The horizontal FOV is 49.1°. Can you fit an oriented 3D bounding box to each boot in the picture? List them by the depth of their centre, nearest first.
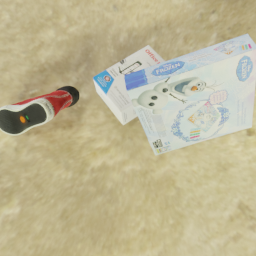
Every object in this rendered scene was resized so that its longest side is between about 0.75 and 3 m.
[{"bbox_3d":[-2.355,-0.526,7.427,2.177,1.570,0.788,-10,110,32],"label":"boot"}]

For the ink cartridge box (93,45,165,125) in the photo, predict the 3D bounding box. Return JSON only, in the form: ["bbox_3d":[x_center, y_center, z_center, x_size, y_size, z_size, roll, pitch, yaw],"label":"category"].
[{"bbox_3d":[0.215,-1.143,7.255,1.794,0.756,1.310,-34,66,-12],"label":"ink cartridge box"}]

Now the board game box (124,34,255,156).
[{"bbox_3d":[1.500,-0.545,6.331,2.539,2.552,0.553,-16,51,8],"label":"board game box"}]
